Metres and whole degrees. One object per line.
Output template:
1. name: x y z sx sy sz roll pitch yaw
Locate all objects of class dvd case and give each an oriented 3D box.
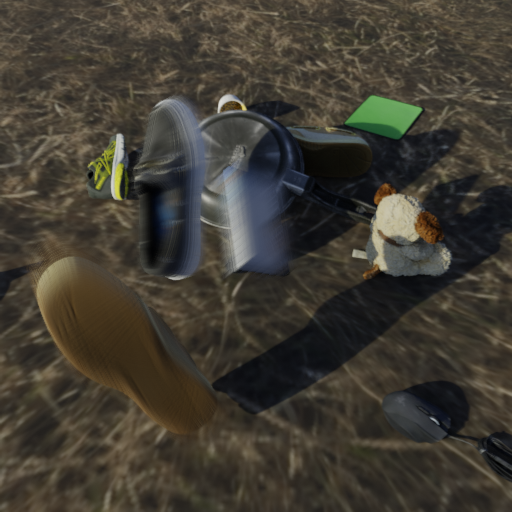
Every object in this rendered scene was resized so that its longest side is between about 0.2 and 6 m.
1. dvd case: 0.016 -0.469 7.901 1.053 0.129 1.476 10 66 -49

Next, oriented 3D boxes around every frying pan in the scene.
1. frying pan: 0.217 -1.151 9.922 4.013 0.653 2.428 42 78 16

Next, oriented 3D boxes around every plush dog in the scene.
1. plush dog: 2.211 -0.371 8.778 1.276 1.366 1.591 -26 49 -25

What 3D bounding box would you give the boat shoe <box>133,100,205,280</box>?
1. boat shoe: -1.393 -0.998 8.213 0.947 2.708 0.897 1 0 32

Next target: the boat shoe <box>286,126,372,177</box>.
1. boat shoe: 0.927 -2.082 11.022 2.619 0.969 0.869 8 34 2

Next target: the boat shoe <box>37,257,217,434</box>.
1. boat shoe: -1.460 0.991 6.352 0.949 2.664 0.859 -36 30 -5

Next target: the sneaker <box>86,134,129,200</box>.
1. sneaker: -2.867 -1.751 10.762 0.766 0.674 1.810 -5 43 -6

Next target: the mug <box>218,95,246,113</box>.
1. mug: -0.522 -3.224 12.510 0.636 0.795 0.652 -33 34 12

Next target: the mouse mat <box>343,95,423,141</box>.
1. mouse mat: 2.903 -3.164 12.724 1.363 0.064 1.694 23 47 22

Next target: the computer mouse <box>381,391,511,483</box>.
1. computer mouse: 2.413 2.171 6.850 1.846 0.314 0.541 22 47 22
